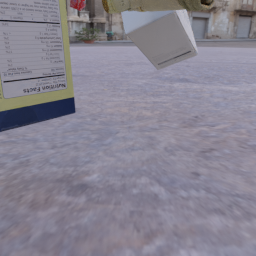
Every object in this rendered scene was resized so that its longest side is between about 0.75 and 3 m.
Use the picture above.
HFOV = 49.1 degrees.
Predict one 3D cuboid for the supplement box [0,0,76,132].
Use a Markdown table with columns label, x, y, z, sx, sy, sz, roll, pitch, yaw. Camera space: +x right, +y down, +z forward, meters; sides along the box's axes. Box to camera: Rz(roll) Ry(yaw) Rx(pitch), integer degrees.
| label | x | y | z | sx | sy | sz | roll | pitch | yaw |
| --- | --- | --- | --- | --- | --- | --- | --- | --- | --- |
| supplement box | -2.143 | -1.303 | 3.818 | 2.367 | 2.364 | 1.589 | 11 | 20 | 40 |

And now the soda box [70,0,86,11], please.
| label | x | y | z | sx | sy | sz | roll | pitch | yaw |
| --- | --- | --- | --- | --- | --- | --- | --- | --- | --- |
| soda box | -1.369 | -3.875 | 7.843 | 0.370 | 1.056 | 0.335 | 22 | 50 | 1 |

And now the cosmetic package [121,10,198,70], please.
| label | x | y | z | sx | sy | sz | roll | pitch | yaw |
| --- | --- | --- | --- | --- | --- | --- | --- | --- | --- |
| cosmetic package | 0.789 | -3.148 | 7.639 | 1.350 | 2.189 | 2.196 | -17 | -21 | 22 |

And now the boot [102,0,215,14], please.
| label | x | y | z | sx | sy | sz | roll | pitch | yaw |
| --- | --- | --- | --- | --- | --- | --- | --- | --- | --- |
| boot | 0.774 | -2.610 | 5.169 | 1.795 | 0.836 | 2.321 | 8 | 33 | 24 |
